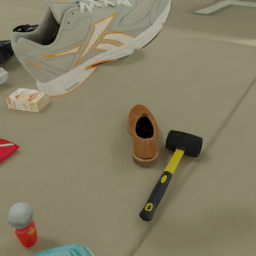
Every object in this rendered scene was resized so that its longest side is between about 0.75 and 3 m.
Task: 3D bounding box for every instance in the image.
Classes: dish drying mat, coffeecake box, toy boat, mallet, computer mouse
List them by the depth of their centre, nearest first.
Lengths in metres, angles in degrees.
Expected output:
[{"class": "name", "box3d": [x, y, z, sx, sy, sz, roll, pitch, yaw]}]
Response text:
[{"class": "toy boat", "box3d": [-1.255, 1.837, 3.809, 1.491, 0.824, 1.774, -19, 38, -25]}, {"class": "mallet", "box3d": [0.738, 0.834, 5.725, 0.806, 0.504, 2.447, 21, 43, 28]}, {"class": "dish drying mat", "box3d": [-3.318, 0.832, 5.902, 0.774, 0.183, 2.016, 18, 38, 24]}, {"class": "coffeecake box", "box3d": [-2.928, -0.831, 8.256, 0.959, 0.350, 0.736, 7, 34, 11]}, {"class": "computer mouse", "box3d": [-5.217, -3.162, 11.523, 2.073, 0.789, 2.994, -1, 22, 2]}]

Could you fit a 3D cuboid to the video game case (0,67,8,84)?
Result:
[{"class": "video game case", "box3d": [-5.293, -1.871, 8.851, 2.074, 0.471, 1.880, 37, 40, 0]}]

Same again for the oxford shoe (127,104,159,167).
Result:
[{"class": "oxford shoe", "box3d": [0.396, -0.089, 6.762, 0.805, 0.805, 2.258, -4, 32, -3]}]

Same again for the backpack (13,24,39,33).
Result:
[{"class": "backpack", "box3d": [-3.191, -3.071, 10.525, 2.473, 1.565, 2.063, 23, 34, 33]}]

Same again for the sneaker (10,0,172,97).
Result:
[{"class": "sneaker", "box3d": [-0.421, -1.263, 3.350, 2.085, 0.959, 0.789, -36, 49, 0]}]
